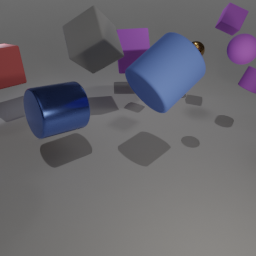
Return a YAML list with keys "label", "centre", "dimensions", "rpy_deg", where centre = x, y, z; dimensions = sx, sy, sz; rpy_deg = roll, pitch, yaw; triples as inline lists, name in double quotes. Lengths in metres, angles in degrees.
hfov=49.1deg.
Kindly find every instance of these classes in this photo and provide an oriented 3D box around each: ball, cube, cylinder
- label: "ball"
  centre: [2.683, -1.843, 6.556]
  dimensions: [0.700, 0.700, 0.700]
  rpy_deg: [0, 32, 0]
- label: "cube"
  centre: [3.521, -3.694, 9.552]
  dimensions: [0.700, 0.700, 0.700]
  rpy_deg: [25, 4, 0]
- label: "cylinder"
  centre: [0.889, -1.319, 6.789]
  dimensions: [1.400, 1.400, 1.400]
  rpy_deg: [-44, 45, -10]
- label: "cylinder"
  centre: [-2.014, -0.530, 7.923]
  dimensions: [1.400, 1.400, 1.400]
  rpy_deg: [-17, 35, -35]
- label: "cube"
  centre: [-1.196, -2.996, 9.708]
  dimensions: [1.400, 1.400, 1.400]
  rpy_deg: [-24, 69, 22]
- label: "ball"
  centre: [2.770, -3.172, 11.404]
  dimensions: [0.700, 0.700, 0.700]
  rpy_deg: [0, 32, 0]
- label: "cube"
  centre: [0.233, -3.441, 12.546]
  dimensions: [1.400, 1.400, 1.400]
  rpy_deg: [-3, 58, 1]
- label: "cube"
  centre: [-4.861, -2.299, 10.465]
  dimensions: [1.400, 1.400, 1.400]
  rpy_deg: [-24, 30, -36]
- label: "cylinder"
  centre: [4.231, -1.636, 9.502]
  dimensions: [0.700, 0.700, 0.700]
  rpy_deg: [21, 24, -10]
